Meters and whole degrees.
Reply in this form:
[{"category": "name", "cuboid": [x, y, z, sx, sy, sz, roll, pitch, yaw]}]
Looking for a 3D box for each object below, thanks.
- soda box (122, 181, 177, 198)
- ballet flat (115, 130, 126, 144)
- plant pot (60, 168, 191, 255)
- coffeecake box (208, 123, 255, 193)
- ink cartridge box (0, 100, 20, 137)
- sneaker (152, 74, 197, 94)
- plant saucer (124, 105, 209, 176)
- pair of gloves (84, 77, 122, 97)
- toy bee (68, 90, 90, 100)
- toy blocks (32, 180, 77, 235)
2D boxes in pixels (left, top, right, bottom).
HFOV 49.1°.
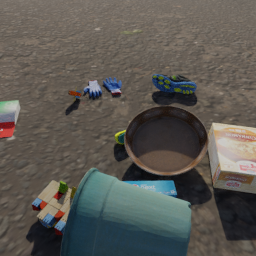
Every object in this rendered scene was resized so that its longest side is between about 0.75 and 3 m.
[{"category": "soda box", "cuboid": [0.520, 2.033, 8.566, 1.823, 0.585, 0.618, 0, 34, -3]}, {"category": "ballet flat", "cuboid": [0.278, 0.165, 11.161, 1.816, 0.607, 0.609, -18, 12, -22]}, {"category": "plant pot", "cuboid": [0.095, 2.441, 6.619, 2.498, 2.551, 2.551, 10, 39, 8]}, {"category": "coffeecake box", "cuboid": [3.844, 0.987, 9.656, 1.855, 0.883, 2.416, 8, 40, 2]}, {"category": "ink cartridge box", "cuboid": [-5.633, -0.389, 11.913, 1.678, 0.522, 2.085, -5, 36, -6]}, {"category": "sneaker", "cuboid": [2.321, -2.276, 14.190, 2.274, 0.806, 0.942, 11, 32, 6]}, {"category": "plant saucer", "cuboid": [1.360, 0.464, 10.116, 2.972, 0.512, 2.972, -3, 55, 4]}, {"category": "pair of gloves", "cuboid": [-1.275, -2.112, 14.350, 2.029, 0.231, 1.631, -7, 38, -10]}, {"category": "toy bee", "cuboid": [-2.463, -1.569, 13.480, 0.565, 1.039, 0.680, 6, 66, 53]}, {"category": "toy blocks", "cuboid": [-2.047, 2.356, 8.154, 1.842, 0.921, 1.259, 17, 51, 29]}]
